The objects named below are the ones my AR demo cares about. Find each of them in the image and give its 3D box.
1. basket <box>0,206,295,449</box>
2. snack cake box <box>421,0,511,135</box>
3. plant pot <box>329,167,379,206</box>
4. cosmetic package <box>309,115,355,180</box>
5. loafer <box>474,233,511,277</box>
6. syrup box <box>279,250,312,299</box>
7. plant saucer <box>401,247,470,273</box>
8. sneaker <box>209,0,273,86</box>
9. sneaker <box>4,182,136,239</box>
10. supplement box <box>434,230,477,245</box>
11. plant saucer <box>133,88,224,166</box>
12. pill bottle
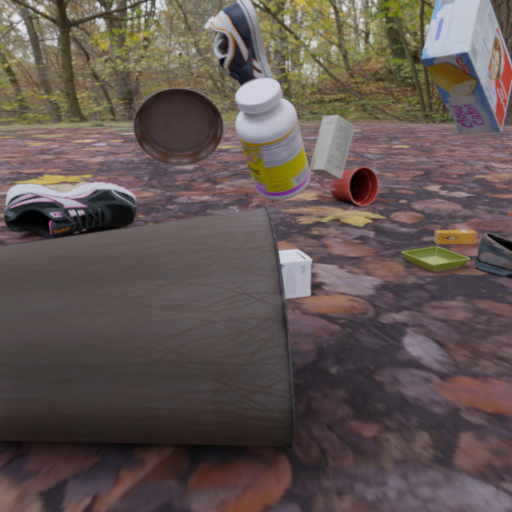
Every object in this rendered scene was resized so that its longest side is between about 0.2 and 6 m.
[{"bbox_3d":[-1.269,0.680,5.147,2.955,2.010,2.664,-4,22,-2],"label":"basket"},{"bbox_3d":[3.088,-2.723,8.031,0.645,1.104,1.920,4,-20,38],"label":"snack cake box"},{"bbox_3d":[2.580,-1.874,15.127,1.039,1.039,1.010,-10,11,-28],"label":"plant pot"},{"bbox_3d":[1.600,-2.269,11.788,0.636,1.209,0.430,22,-8,-40],"label":"cosmetic package"},{"bbox_3d":[4.611,0.090,9.148,2.022,0.636,0.726,14,22,38],"label":"loafer"},{"bbox_3d":[0.051,0.315,8.491,1.505,0.592,0.613,-5,18,-17],"label":"syrup box"},{"bbox_3d":[3.165,0.080,9.927,0.857,0.205,0.856,-8,19,-23],"label":"plant saucer"},{"bbox_3d":[-0.266,-3.734,10.721,0.900,2.268,0.889,-27,51,-2],"label":"sneaker"},{"bbox_3d":[-3.925,-0.792,11.841,2.770,1.113,1.196,-3,37,-5],"label":"sneaker"},{"bbox_3d":[4.020,-0.377,11.325,0.781,0.260,0.269,0,17,-2],"label":"supplement box"},{"bbox_3d":[-1.283,-2.165,9.302,1.478,1.478,0.237,-2,46,-7],"label":"plant saucer"},{"bbox_3d":[0.154,-1.165,5.667,0.612,1.174,0.612,-10,47,10],"label":"pill bottle"}]
